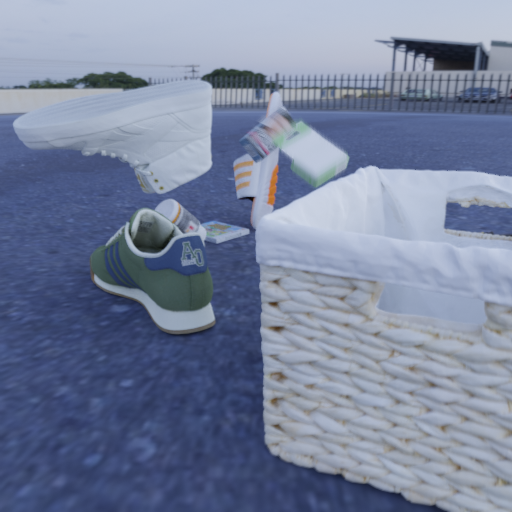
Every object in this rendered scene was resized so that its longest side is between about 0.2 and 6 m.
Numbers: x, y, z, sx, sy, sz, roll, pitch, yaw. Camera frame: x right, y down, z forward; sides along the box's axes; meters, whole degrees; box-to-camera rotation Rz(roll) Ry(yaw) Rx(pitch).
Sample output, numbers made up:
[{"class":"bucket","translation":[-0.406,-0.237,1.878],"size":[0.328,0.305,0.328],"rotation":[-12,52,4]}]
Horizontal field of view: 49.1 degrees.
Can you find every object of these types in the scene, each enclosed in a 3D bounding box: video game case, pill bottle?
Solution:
[{"class":"video game case","translation":[-0.854,-0.506,11.620],"size":[1.066,0.118,0.970],"rotation":[15,23,39]},{"class":"pill bottle","translation":[-1.405,-0.570,10.405],"size":[0.579,0.579,0.995],"rotation":[18,-16,43]}]

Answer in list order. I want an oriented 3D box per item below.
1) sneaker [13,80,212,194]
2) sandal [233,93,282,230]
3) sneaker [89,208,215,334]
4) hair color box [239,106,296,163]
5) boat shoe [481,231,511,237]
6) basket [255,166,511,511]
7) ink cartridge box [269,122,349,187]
[{"class":"sneaker","translation":[-2.269,-1.799,9.704],"size":[3.294,1.904,1.214],"rotation":[-14,38,-18]},{"class":"sandal","translation":[-0.003,-2.037,12.080],"size":[0.864,3.016,1.155],"rotation":[6,-9,12]},{"class":"sneaker","translation":[-1.574,-0.049,8.159],"size":[1.043,1.397,3.112],"rotation":[-13,22,-34]},{"class":"hair color box","translation":[0.257,-2.370,10.953],"size":[1.106,0.547,0.335],"rotation":[-44,14,-23]},{"class":"boat shoe","translation":[4.158,-0.168,9.878],"size":[1.849,0.557,0.659],"rotation":[1,18,4]},{"class":"basket","translation":[1.745,0.551,4.991],"size":[2.758,2.238,2.783],"rotation":[9,20,27]},{"class":"ink cartridge box","translation":[0.782,-1.540,8.438],"size":[0.735,0.242,1.010],"rotation":[-35,63,-30]}]
